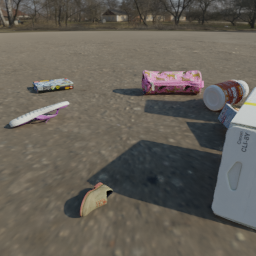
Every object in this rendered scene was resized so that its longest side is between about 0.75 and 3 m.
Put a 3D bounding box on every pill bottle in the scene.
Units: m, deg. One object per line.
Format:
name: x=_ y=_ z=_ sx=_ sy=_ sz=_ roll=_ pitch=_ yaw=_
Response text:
pill bottle: x=3.491 y=-1.204 z=9.856 sx=1.582 sy=0.888 sz=0.888 roll=-19 pitch=29 yaw=-31

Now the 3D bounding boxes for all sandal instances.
sandal: x=-2.677 y=-0.356 z=8.660 sx=1.863 sy=0.458 sz=0.758 roll=-23 pitch=15 yaw=-18

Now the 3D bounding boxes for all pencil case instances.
pencil case: x=1.785 y=-1.870 z=11.433 sx=2.455 sy=1.016 sz=1.062 roll=-1 pitch=56 yaw=-4

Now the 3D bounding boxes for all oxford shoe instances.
oxford shoe: x=-0.548 y=1.268 z=4.963 sx=0.331 sy=0.312 sz=0.885 roll=14 pitch=27 yaw=17

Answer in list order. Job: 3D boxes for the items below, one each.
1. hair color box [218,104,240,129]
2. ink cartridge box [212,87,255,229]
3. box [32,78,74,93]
hair color box: x=3.160 y=-0.038 z=7.424 sx=0.865 sy=0.530 sz=1.748 roll=18 pitch=20 yaw=-11
ink cartridge box: x=2.465 y=0.414 z=5.113 sx=1.011 sy=1.760 sz=2.424 roll=15 pitch=28 yaw=28
box: x=-3.305 y=-1.878 z=12.319 sx=1.548 sy=0.309 sz=1.060 roll=-12 pitch=26 yaw=-26
